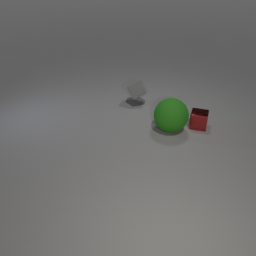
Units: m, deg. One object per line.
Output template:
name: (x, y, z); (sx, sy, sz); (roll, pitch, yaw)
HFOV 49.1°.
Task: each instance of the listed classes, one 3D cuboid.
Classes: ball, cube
ball: (1.745, -0.518, 11.327); (1.400, 1.400, 1.400); (0, 31, 0)
cube: (0.443, -1.826, 13.326); (0.700, 0.700, 0.700); (-27, 7, 12)
cube: (2.985, -0.361, 11.779); (0.700, 0.700, 0.700); (10, 33, 15)
